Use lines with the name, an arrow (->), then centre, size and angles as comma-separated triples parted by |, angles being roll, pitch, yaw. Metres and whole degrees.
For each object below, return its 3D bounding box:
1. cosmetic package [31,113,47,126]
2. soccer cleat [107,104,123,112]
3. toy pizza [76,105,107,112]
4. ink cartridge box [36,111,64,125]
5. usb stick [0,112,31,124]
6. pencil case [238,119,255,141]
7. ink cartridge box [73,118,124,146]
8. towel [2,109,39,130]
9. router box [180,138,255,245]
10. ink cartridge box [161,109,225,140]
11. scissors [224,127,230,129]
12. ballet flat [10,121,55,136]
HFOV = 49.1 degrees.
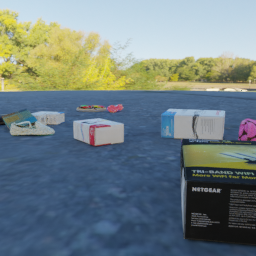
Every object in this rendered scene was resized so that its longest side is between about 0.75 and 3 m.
cosmetic package -> -3.858, -0.318, 10.885 | 1.170, 0.475, 0.660 | 1, 9, 11
soccer cleat -> -0.776, -1.054, 15.628 | 0.487, 0.425, 1.274 | -29, -6, 38
toy pizza -> -2.120, -1.176, 16.363 | 1.827, 0.289, 1.827 | 0, 10, 0
ink cartridge box -> -3.250, -0.417, 11.495 | 1.053, 0.444, 0.769 | 2, 10, 13
usb stick -> -5.002, -0.362, 11.254 | 2.512, 0.410, 0.697 | -8, 9, -42
pencil case -> 3.855, 0.105, 7.464 | 1.685, 0.789, 0.765 | 0, 10, 4
ink cartridge box -> -0.880, 0.093, 8.175 | 0.985, 0.571, 1.334 | -8, 14, -36
towel -> -3.919, -0.295, 10.141 | 1.003, 0.148, 1.368 | -21, 34, -29
router box -> 2.144, 0.740, 3.846 | 2.799, 0.731, 2.201 | 2, 10, 9
ink cartridge box -> 2.076, -0.137, 8.836 | 1.829, 0.766, 1.327 | 3, 12, 20
scissors -> 3.393, -0.039, 10.436 | 0.355, 0.068, 0.971 | 1, 9, -13
ballet flat -> -3.082, 0.012, 8.991 | 1.401, 0.503, 0.503 | -1, 10, -8
